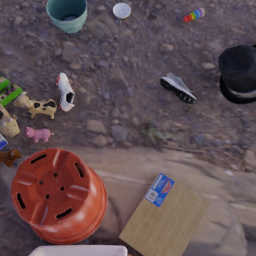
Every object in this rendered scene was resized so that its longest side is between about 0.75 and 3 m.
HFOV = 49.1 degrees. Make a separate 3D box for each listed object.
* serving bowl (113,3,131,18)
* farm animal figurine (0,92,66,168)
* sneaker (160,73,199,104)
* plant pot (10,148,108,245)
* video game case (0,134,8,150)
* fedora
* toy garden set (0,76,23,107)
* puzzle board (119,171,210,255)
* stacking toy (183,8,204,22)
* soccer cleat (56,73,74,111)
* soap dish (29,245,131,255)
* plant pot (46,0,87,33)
[{"bbox_3d":[-0.263,-5.051,12.179,0.771,0.254,0.771,0,68,1],"label":"serving bowl"},{"bbox_3d":[-3.909,-0.296,9.169,2.786,1.469,2.818,30,59,-1],"label":"farm animal figurine"},{"bbox_3d":[2.013,-1.531,10.580,1.660,0.613,0.658,41,69,15],"label":"sneaker"},{"bbox_3d":[-1.946,1.891,8.046,2.676,2.602,2.676,1,66,-2],"label":"plant pot"},{"bbox_3d":[-5.840,0.522,9.761,2.365,0.537,2.144,-42,75,-16],"label":"video game case"},{"bbox_3d":[3.987,-2.119,9.717,1.206,2.642,2.642,28,65,-30],"label":"fedora"},{"bbox_3d":[-5.526,-1.507,10.279,2.406,0.480,2.006,30,52,11],"label":"toy garden set"},{"bbox_3d":[1.195,2.935,8.978,1.908,0.220,2.532,31,71,13],"label":"puzzle board"},{"bbox_3d":[2.812,-4.818,12.052,0.902,0.385,0.385,-27,70,-5],"label":"stacking toy"},{"bbox_3d":[-2.285,-1.385,10.436,0.664,0.535,1.558,-20,67,36],"label":"soccer cleat"},{"bbox_3d":[-1.387,4.066,7.472,2.983,2.347,1.212,1,85,0],"label":"soap dish"},{"bbox_3d":[-2.431,-4.632,11.571,1.602,1.074,1.602,0,67,0],"label":"plant pot"}]
